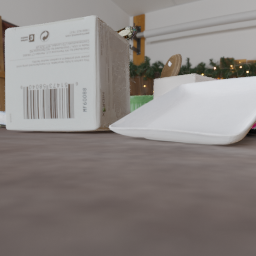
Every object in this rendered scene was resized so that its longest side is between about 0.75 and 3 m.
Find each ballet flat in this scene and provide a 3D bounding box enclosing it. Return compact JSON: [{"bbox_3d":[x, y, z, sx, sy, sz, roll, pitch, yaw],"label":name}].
[{"bbox_3d":[-0.391,-3.108,9.522,1.401,0.504,0.504,-16,-3,17],"label":"ballet flat"}]

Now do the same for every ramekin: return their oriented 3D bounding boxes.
[{"bbox_3d":[0.895,-0.628,11.602,2.552,1.246,2.552,0,2,0],"label":"ramekin"}]

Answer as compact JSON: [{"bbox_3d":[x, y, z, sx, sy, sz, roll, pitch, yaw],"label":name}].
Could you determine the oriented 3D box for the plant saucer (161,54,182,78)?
[{"bbox_3d":[1.955,-2.666,13.002,0.250,1.696,1.696,19,-4,-15],"label":"plant saucer"}]

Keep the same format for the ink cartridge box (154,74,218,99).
[{"bbox_3d":[2.255,-0.758,9.359,2.534,1.629,1.587,2,0,-44],"label":"ink cartridge box"}]

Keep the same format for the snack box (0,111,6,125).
[{"bbox_3d":[-5.092,-0.402,12.616,1.686,0.570,1.422,6,2,17],"label":"snack box"}]

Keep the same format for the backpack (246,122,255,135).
[{"bbox_3d":[2.304,-0.373,5.715,1.593,1.199,1.414,7,6,31],"label":"backpack"}]

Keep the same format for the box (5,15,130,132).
[{"bbox_3d":[-1.539,-1.275,7.826,2.733,2.746,2.352,0,0,20],"label":"box"}]

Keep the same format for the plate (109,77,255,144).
[{"bbox_3d":[1.194,-0.297,4.489,2.233,0.362,2.237,2,27,46],"label":"plate"}]
